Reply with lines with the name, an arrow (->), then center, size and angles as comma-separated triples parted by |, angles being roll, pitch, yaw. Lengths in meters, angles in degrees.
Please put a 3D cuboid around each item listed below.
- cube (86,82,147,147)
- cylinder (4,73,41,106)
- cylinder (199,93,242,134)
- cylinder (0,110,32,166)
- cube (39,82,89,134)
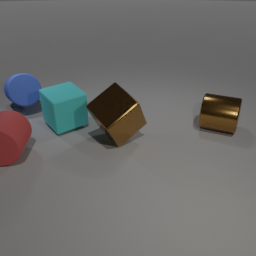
cube -> -0.393, -0.467, 10.061 | 1.400, 1.400, 1.400 | -40, 58, -8
cylinder -> -4.728, -1.716, 12.537 | 1.400, 1.400, 1.400 | -15, 15, -27
cylinder -> 3.656, -0.588, 11.095 | 1.400, 1.400, 1.400 | 12, 30, 22
cylinder -> -4.104, 0.315, 9.366 | 1.400, 1.400, 1.400 | -1, 29, -2
cube -> -2.551, -0.839, 11.209 | 1.400, 1.400, 1.400 | -22, 40, -30
